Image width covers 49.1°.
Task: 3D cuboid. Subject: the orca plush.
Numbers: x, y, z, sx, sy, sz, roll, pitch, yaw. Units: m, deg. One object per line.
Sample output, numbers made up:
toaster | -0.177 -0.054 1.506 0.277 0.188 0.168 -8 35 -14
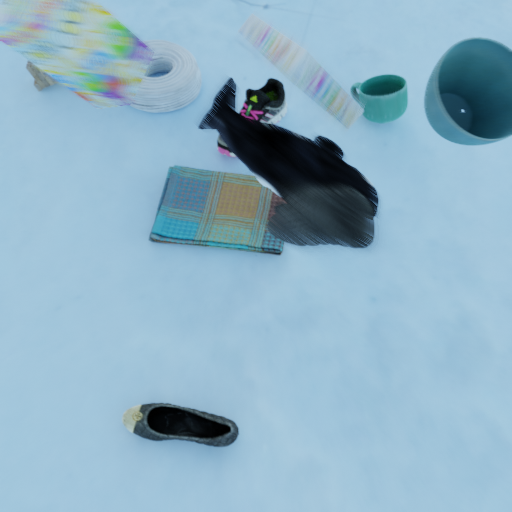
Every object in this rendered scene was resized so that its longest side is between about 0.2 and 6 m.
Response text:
orca plush | 0.693 -1.815 9.297 1.793 1.211 3.407 -39 81 -22

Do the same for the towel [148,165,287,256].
towel | -0.691 -0.987 11.548 2.703 0.293 1.982 7 57 4

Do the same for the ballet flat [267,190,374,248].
ballet flat | 1.050 -0.515 7.854 0.714 2.512 0.835 -10 83 33

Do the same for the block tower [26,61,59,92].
block tower | -4.357 -4.796 13.449 2.412 0.697 0.651 -19 50 10

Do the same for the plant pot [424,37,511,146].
plant pot | 3.156 -2.293 8.393 1.530 1.031 1.530 1 81 -9

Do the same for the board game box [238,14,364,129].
board game box | 0.800 -3.528 10.590 0.442 1.735 2.581 -48 40 14

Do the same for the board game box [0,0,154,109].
board game box | -3.144 -3.712 9.717 1.195 2.279 1.174 8 72 43

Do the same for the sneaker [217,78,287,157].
sneaker | -0.091 -3.187 12.585 0.867 1.028 2.350 33 62 20

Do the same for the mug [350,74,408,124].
mug | 2.904 -3.618 12.963 1.077 0.810 1.311 -19 40 -2

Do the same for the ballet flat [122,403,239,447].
ballet flat | -1.207 2.639 8.934 1.904 0.541 0.633 6 56 4

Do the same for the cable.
cable | -2.364 -4.378 13.577 2.070 0.717 2.070 4 56 2
